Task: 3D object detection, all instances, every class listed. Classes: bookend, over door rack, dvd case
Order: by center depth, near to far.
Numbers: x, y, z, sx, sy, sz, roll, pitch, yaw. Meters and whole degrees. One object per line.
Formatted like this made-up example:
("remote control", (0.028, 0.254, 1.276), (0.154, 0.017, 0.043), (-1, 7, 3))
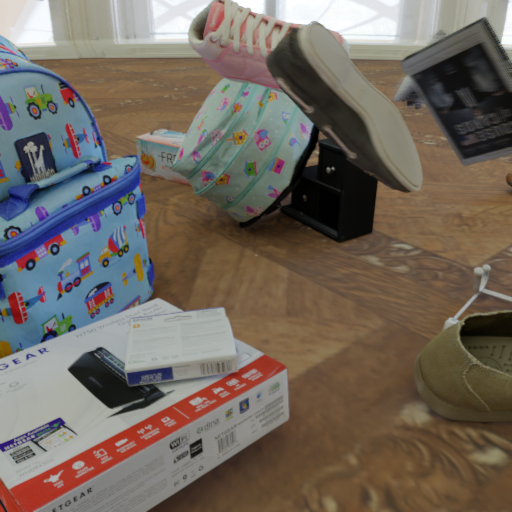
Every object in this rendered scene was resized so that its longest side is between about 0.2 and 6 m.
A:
("over door rack", (3.664, 0.784, 7.801), (1.526, 0.688, 2.065), (20, 33, 29))
("dvd case", (3.093, -2.226, 7.954), (0.240, 1.940, 1.458), (-45, 17, -23))
("bookend", (1.416, -1.559, 11.113), (0.901, 1.956, 1.944), (-16, 32, -30))

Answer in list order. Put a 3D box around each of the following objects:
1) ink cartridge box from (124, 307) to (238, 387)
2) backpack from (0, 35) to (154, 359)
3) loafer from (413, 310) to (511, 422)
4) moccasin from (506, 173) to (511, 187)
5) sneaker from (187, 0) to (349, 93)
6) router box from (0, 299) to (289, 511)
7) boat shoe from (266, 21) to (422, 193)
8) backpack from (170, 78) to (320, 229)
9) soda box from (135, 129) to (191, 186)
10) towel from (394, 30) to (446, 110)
("ink cartridge box", (-0.800, 0.931, 5.927), (1.113, 0.226, 1.116), (-6, 22, -7))
("backpack", (-3.279, -0.803, 7.324), (2.685, 3.991, 3.643), (14, 29, 26))
("loafer", (3.572, 1.183, 6.155), (3.487, 1.176, 1.326), (-7, 56, 1))
("moccasin", (6.851, -1.829, 12.907), (2.127, 0.821, 0.778), (2, 27, 3))
("sneaker", (0.021, -2.981, 7.827), (2.412, 0.908, 1.261), (17, -5, 38))
("router box", (-1.464, 1.515, 5.801), (2.730, 0.667, 2.451), (-21, 28, -38))
("boat shoe", (1.010, -1.511, 6.110), (0.647, 2.269, 0.759), (-15, 40, 46))
("backpack", (-0.093, -2.370, 11.247), (2.309, 3.044, 3.648), (31, 50, -15))
("soda box", (-1.535, -2.351, 13.792), (3.047, 0.969, 1.042), (19, 32, 31))
("towel", (2.991, -3.222, 9.795), (0.487, 0.943, 1.139), (31, 64, 0))
